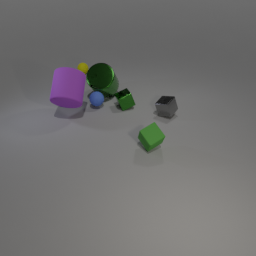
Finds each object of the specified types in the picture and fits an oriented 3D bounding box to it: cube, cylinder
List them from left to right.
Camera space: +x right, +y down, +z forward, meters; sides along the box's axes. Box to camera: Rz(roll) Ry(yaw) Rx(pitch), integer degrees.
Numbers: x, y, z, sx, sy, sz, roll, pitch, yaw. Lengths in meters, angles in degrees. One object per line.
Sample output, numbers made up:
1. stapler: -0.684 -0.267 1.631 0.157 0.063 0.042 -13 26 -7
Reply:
1. cylinder: -2.634 -1.743 12.331 1.400 1.400 1.400 5 76 1
2. cylinder: -1.261 -2.400 14.226 1.400 1.400 1.400 6 -8 9
3. cube: -0.152 -1.382 13.551 0.700 0.700 0.700 -26 35 -4
4. cube: 0.868 0.339 10.476 0.700 0.700 0.700 -30 72 -16
5. cube: 1.767 -0.991 12.825 0.700 0.700 0.700 8 43 40

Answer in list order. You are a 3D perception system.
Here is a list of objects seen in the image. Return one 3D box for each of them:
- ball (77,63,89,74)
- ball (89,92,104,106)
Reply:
1. ball: -2.842 -3.758 17.655 0.700 0.700 0.700 0 31 0
2. ball: -1.508 -1.404 13.503 0.700 0.700 0.700 0 31 0
